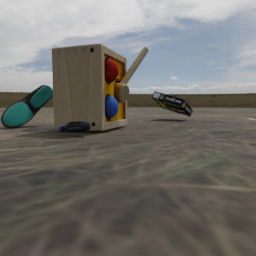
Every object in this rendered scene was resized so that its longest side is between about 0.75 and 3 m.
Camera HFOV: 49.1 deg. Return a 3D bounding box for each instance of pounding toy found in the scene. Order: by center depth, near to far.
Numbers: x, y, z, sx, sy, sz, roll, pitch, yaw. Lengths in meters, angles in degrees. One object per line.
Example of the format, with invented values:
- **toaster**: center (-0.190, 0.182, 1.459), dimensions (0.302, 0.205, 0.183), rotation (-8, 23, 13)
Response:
- **pounding toy**: center (-0.650, -1.315, 8.435), dimensions (2.003, 2.594, 2.818), rotation (1, 5, 17)

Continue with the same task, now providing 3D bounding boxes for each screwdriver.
- **screwdriver**: center (-1.732, 0.038, 6.675), dimensions (1.828, 0.266, 0.255), rotation (-8, 40, 20)

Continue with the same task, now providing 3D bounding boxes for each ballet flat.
- **ballet flat**: center (-3.301, -0.653, 9.131), dimensions (0.735, 0.731, 2.150), rotation (-10, 27, 43)

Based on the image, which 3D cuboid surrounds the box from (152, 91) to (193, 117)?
- **box**: center (2.022, -1.096, 12.754), dimensions (1.592, 0.391, 1.283), rotation (21, -6, 35)
